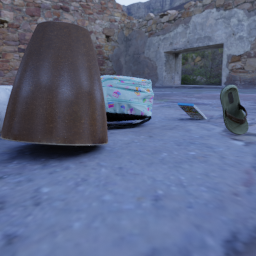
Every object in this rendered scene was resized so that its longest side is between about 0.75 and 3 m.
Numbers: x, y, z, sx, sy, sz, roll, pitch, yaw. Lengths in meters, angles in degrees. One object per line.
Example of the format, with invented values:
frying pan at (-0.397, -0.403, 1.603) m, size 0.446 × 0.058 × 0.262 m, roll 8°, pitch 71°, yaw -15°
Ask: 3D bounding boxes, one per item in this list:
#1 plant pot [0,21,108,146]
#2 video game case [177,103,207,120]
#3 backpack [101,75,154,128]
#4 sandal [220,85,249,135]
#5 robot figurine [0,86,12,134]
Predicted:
plant pot at (-1.449, -0.910, 5.945) m, size 2.198 × 2.352 × 2.198 m, roll 4°, pitch 1°, yaw 0°
video game case at (2.408, -0.626, 10.500) m, size 1.023 × 0.091 × 0.732 m, roll 36°, pitch -15°, yaw -37°
backpack at (-0.356, -0.886, 9.067) m, size 2.489 × 1.576 × 2.077 m, roll 2°, pitch 10°, yaw -19°
sandal at (2.797, -0.395, 7.282) m, size 0.616 × 1.552 × 0.443 m, roll -33°, pitch 31°, yaw -3°
robot figurine at (-3.057, -0.496, 7.703) m, size 1.830 × 1.219 × 2.158 m, roll 48°, pitch 30°, yaw 22°
